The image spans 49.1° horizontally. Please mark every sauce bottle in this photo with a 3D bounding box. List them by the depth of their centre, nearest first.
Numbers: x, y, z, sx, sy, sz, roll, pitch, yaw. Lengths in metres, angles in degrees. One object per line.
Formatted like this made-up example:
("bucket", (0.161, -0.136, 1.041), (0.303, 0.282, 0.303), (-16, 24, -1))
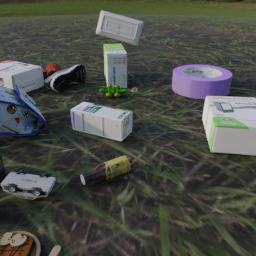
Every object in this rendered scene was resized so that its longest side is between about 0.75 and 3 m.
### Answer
("sauce bottle", (-0.528, 1.106, 7.210), (1.395, 0.460, 0.460), (-19, 33, -27))

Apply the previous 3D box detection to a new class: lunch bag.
("lunch bag", (-4.086, -0.642, 9.461), (2.358, 1.460, 2.005), (11, 17, -32))

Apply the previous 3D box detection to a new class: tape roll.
("tape roll", (3.427, -2.215, 13.132), (2.669, 0.875, 2.669), (1, 28, 0))

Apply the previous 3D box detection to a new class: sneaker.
("sneaker", (-2.994, -2.513, 13.673), (1.017, 0.948, 2.566), (12, 30, 31))

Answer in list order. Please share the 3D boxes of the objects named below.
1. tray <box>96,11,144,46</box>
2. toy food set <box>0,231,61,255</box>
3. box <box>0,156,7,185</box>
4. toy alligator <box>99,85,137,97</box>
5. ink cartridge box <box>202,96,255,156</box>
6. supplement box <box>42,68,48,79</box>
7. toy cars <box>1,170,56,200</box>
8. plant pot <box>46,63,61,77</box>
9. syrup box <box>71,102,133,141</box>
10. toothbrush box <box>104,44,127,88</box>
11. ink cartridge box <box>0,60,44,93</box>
("tray", (-0.243, -2.827, 7.904), (1.263, 0.678, 0.140), (16, 13, 1))
("toy food set", (-2.165, 2.272, 5.033), (1.711, 0.343, 1.181), (6, 28, 12))
("box", (-3.513, 1.027, 6.980), (0.749, 0.762, 0.447), (12, 30, 22))
("toy alligator", (-0.422, -1.606, 12.456), (1.674, 0.497, 0.454), (0, -13, -1))
("ink cartridge box", (3.433, -0.165, 9.015), (1.728, 0.998, 2.375), (3, 28, 6))
("supplement box", (-4.698, -2.887, 14.899), (0.545, 0.423, 0.989), (-15, 31, -27))
("toy cars", (-2.847, 1.554, 6.273), (2.438, 0.540, 1.093), (-14, 33, -31))
("plant pot", (-3.900, -2.908, 14.667), (0.783, 0.783, 0.761), (-5, 35, -10))
("syrup box", (-0.894, -0.251, 9.414), (1.974, 0.804, 0.777), (14, 30, 23))
("toothbrush box", (-0.659, -3.155, 14.039), (1.001, 1.693, 2.325), (-3, 27, -6))
("ink cartridge box", (-5.528, -2.453, 13.414), (2.436, 1.033, 1.774), (18, 32, 27))
